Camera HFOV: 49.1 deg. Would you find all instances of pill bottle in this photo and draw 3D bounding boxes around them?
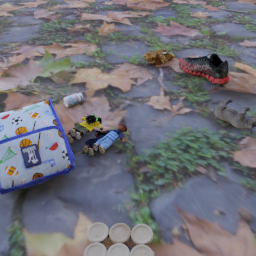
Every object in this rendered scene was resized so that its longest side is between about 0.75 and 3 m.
[{"bbox_3d":[-2.289,-1.200,11.802,0.783,0.426,0.426,-26,47,-29],"label":"pill bottle"}]

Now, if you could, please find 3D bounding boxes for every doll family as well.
[{"bbox_3d":[-1.080,0.158,9.886,2.413,0.947,1.395,32,45,25],"label":"doll family"}]

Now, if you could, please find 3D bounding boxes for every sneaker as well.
[{"bbox_3d":[3.616,-3.036,13.315,2.687,1.313,0.950,31,51,33],"label":"sneaker"}]

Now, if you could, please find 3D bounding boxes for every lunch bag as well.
[{"bbox_3d":[-3.064,0.563,8.776,2.297,1.673,2.702,-17,51,-15],"label":"lunch bag"}]

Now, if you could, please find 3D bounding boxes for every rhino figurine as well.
[{"bbox_3d":[4.239,-0.403,10.686,2.032,0.608,0.888,34,70,33],"label":"rhino figurine"}]

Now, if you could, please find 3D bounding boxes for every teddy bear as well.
[{"bbox_3d":[1.650,-3.746,14.827,1.275,0.587,1.759,32,42,23],"label":"teddy bear"}]

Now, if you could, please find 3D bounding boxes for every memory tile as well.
[{"bbox_3d":[-0.234,3.251,6.506,1.724,0.189,2.249,-1,40,5],"label":"memory tile"}]

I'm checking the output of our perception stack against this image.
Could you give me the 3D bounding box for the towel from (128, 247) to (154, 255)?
[{"bbox_3d":[0.102,3.337,6.644,0.978,0.175,1.015,6,42,12],"label":"towel"}]
